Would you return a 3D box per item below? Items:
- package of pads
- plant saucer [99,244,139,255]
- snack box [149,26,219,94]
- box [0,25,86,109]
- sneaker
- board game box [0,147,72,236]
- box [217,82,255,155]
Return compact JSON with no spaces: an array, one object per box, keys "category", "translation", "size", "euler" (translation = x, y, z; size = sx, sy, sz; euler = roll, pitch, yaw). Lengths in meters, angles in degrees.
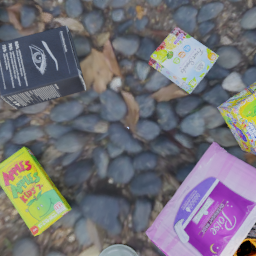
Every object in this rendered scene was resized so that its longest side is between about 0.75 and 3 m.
[{"category":"package of pads","translation":[2.035,2.000,6.765],"size":[1.793,1.126,2.976],"euler":[34,84,36]},{"category":"plant saucer","translation":[-0.244,3.674,7.187],"size":[1.262,0.317,1.262],"euler":[0,76,-1]},{"category":"snack box","translation":[1.672,-2.061,8.485],"size":[1.602,0.542,1.351],"euler":[37,78,7]},{"category":"box","translation":[-2.501,-1.710,8.075],"size":[2.216,1.156,1.640],"euler":[-15,77,-4]},{"category":"sneaker","translation":[3.281,2.717,7.066],"size":[2.311,0.892,0.904],"euler":[-38,89,-8]},{"category":"board game box","translation":[-2.604,1.678,7.577],"size":[1.069,0.501,2.105],"euler":[-37,79,-9]},{"category":"box","translation":[3.477,-0.304,7.477],"size":[1.413,0.895,1.467],"euler":[-34,99,-1]}]
